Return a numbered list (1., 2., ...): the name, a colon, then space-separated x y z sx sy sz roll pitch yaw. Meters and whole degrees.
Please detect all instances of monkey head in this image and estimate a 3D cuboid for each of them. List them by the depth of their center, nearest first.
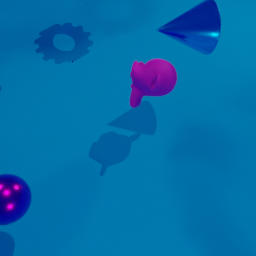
1. monkey head: 0.470 -0.808 5.320 0.847 1.406 1.012 17 105 18

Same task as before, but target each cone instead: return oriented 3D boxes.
1. cone: 1.047 -1.915 5.403 1.050 1.046 1.046 -6 60 -11

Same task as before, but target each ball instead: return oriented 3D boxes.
1. ball: -1.837 1.063 4.193 0.749 0.749 0.749 0 60 0
